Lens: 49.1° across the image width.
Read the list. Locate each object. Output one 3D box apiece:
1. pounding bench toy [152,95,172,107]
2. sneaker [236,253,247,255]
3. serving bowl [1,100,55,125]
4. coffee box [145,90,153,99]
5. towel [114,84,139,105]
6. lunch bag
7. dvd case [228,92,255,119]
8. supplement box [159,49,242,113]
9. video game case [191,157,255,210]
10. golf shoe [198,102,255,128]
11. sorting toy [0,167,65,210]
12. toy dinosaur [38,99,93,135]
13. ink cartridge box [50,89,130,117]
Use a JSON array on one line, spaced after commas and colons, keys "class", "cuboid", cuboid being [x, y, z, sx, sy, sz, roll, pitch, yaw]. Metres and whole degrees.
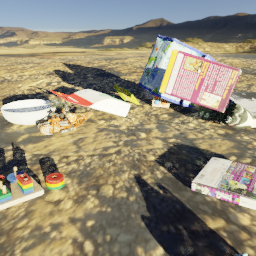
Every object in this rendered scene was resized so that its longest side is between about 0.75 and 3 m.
[{"class": "pounding bench toy", "cuboid": [1.891, -1.464, 13.437, 1.269, 0.788, 0.990, 6, 20, 17]}, {"class": "sneaker", "cuboid": [1.501, 2.000, 3.977, 1.233, 0.532, 0.478, 1, 19, 3]}, {"class": "serving bowl", "cuboid": [-3.878, -0.572, 11.076, 2.042, 0.671, 2.042, 0, 19, 0]}, {"class": "coffee box", "cuboid": [1.452, -2.125, 15.409, 1.021, 0.721, 1.806, 1, 19, 2]}, {"class": "towel", "cuboid": [-0.035, -1.465, 12.747, 0.175, 0.834, 1.939, -39, -14, 14]}, {"class": "lunch bag", "cuboid": [2.195, -2.244, 11.776, 2.755, 2.342, 1.755, 16, 17, -30]}, {"class": "dvd case", "cuboid": [5.752, -1.031, 12.486, 2.184, 0.359, 2.906, -2, 26, -5]}, {"class": "supplement box", "cuboid": [1.892, -1.311, 7.549, 1.810, 1.185, 0.934, 20, 19, 7]}, {"class": "video game case", "cuboid": [2.417, 1.218, 6.582, 1.390, 0.275, 1.533, 12, 23, 30]}, {"class": "golf shoe", "cuboid": [3.738, -0.537, 10.919, 1.225, 1.074, 2.781, 20, 11, -21]}, {"class": "sorting toy", "cuboid": [-2.782, 1.274, 6.211, 2.536, 0.429, 1.222, -15, 24, -36]}, {"class": "toy dinosaur", "cuboid": [-2.275, -0.252, 10.225, 2.094, 1.070, 1.421, 6, 24, -47]}, {"class": "ink cartridge box", "cuboid": [-1.611, -1.279, 11.768, 2.749, 0.689, 2.212, 16, 8, -36]}]
